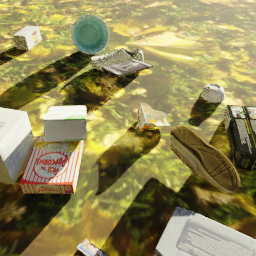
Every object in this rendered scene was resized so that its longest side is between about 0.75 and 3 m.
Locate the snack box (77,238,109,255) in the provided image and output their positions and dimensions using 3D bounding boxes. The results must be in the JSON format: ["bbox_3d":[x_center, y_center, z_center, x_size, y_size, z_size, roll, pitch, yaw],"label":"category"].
[{"bbox_3d":[-0.732,2.788,6.188,0.821,0.100,0.295,26,48,26],"label":"snack box"}]

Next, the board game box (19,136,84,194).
[{"bbox_3d":[-2.080,0.991,7.948,1.398,0.427,1.845,0,42,0],"label":"board game box"}]

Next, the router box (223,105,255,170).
[{"bbox_3d":[4.042,0.256,8.633,1.778,0.609,2.384,5,42,5],"label":"router box"}]

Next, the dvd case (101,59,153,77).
[{"bbox_3d":[-0.022,-1.517,7.040,1.058,0.085,0.787,-22,35,-28],"label":"dvd case"}]

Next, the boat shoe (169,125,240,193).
[{"bbox_3d":[2.046,0.912,7.782,0.865,0.776,2.336,-26,59,-27],"label":"boat shoe"}]

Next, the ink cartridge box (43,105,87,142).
[{"bbox_3d":[-1.870,-0.176,8.594,1.204,0.693,1.649,-2,17,-8],"label":"ink cartridge box"}]

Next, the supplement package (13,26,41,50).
[{"bbox_3d":[-4.956,-4.472,13.846,0.693,0.720,1.265,10,43,13],"label":"supplement package"}]

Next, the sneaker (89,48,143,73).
[{"bbox_3d":[-0.484,-2.988,12.030,2.388,0.968,0.897,1,43,4],"label":"sneaker"}]

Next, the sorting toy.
[{"bbox_3d":[0.867,-0.286,9.350,0.986,0.585,1.095,1,40,-10],"label":"sorting toy"}]

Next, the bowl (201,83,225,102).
[{"bbox_3d":[3.264,-1.410,10.655,0.933,0.420,0.933,0,41,0],"label":"bowl"}]

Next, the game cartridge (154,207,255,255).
[{"bbox_3d":[1.805,2.761,5.996,2.268,0.464,1.510,21,42,22],"label":"game cartridge"}]

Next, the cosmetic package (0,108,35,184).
[{"bbox_3d":[-3.352,0.491,7.730,0.899,1.463,1.458,9,43,9],"label":"cosmetic package"}]

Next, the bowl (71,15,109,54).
[{"bbox_3d":[-1.834,-4.447,13.292,1.759,1.759,0.920,-11,25,-12],"label":"bowl"}]
